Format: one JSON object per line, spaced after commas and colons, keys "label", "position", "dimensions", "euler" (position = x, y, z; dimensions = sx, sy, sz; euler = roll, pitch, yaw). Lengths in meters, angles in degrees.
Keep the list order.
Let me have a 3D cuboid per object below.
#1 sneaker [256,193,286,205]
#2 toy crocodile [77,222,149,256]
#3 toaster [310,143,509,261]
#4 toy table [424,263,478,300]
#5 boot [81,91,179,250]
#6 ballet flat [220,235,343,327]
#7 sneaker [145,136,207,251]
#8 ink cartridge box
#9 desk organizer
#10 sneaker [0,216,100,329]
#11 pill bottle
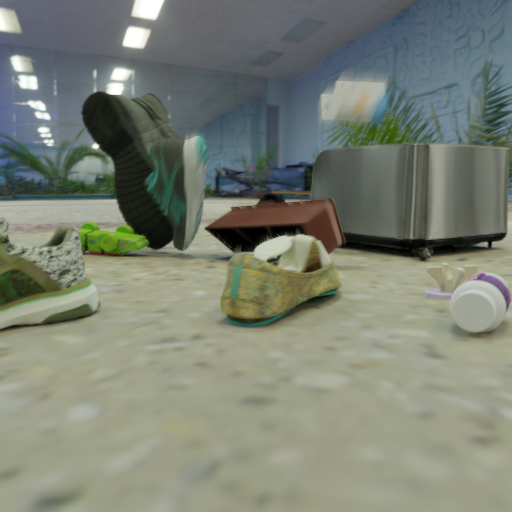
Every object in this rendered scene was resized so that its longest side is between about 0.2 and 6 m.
{"label": "sneaker", "position": [0.513, -1.092, 14.802], "dimensions": [0.817, 1.130, 2.312], "euler": [-1, 5, 16]}
{"label": "toy crocodile", "position": [-2.972, -0.267, 10.734], "dimensions": [1.943, 0.600, 0.656], "euler": [6, 19, 18]}
{"label": "toaster", "position": [3.290, -1.216, 11.824], "dimensions": [3.223, 2.115, 3.564], "euler": [-6, 10, -34]}
{"label": "toy table", "position": [2.359, 0.310, 6.727], "dimensions": [0.659, 0.386, 0.606], "euler": [-3, 8, -14]}
{"label": "boot", "position": [-2.014, -1.890, 11.528], "dimensions": [1.131, 3.339, 2.181], "euler": [-23, 1, 28]}
{"label": "ballet flat", "position": [0.398, 0.159, 6.248], "dimensions": [0.863, 0.863, 2.440], "euler": [4, 8, 27]}
{"label": "sneaker", "position": [-1.477, -1.140, 10.089], "dimensions": [1.039, 2.278, 0.884], "euler": [10, 33, 3]}
{"label": "ink cartridge box", "position": [1.667, -2.659, 9.646], "dimensions": [1.052, 0.606, 0.357], "euler": [2, -26, 0]}
{"label": "desk organizer", "position": [0.263, -0.372, 9.653], "dimensions": [2.295, 0.823, 0.884], "euler": [0, 27, 41]}
{"label": "sneaker", "position": [-2.574, 0.159, 5.154], "dimensions": [0.929, 1.070, 2.415], "euler": [5, 9, 36]}
{"label": "pill bottle", "position": [2.096, 0.447, 5.251], "dimensions": [0.482, 0.482, 0.866], "euler": [4, 8, 29]}
